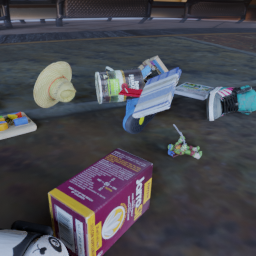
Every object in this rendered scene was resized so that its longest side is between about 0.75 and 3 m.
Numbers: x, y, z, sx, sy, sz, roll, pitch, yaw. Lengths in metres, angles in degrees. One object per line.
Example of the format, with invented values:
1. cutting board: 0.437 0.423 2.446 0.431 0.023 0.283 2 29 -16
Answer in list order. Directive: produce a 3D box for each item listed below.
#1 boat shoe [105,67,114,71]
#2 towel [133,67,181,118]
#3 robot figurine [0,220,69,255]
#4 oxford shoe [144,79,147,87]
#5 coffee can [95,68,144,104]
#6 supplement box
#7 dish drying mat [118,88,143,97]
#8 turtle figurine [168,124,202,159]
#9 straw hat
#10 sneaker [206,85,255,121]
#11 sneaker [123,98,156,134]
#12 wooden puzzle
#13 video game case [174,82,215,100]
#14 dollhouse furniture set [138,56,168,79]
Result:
1. boat shoe: -0.530 -2.399 13.808 2.034 0.612 0.725 35 1 41
2. towel: 0.796 -0.946 7.545 1.179 0.191 1.605 -16 37 38
3. robot figurine: -1.811 2.106 4.160 1.876 1.171 1.410 4 69 8
4. oxford shoe: 0.553 -1.916 12.686 1.894 0.708 0.667 8 28 16
5. coffee can: -0.369 -1.733 11.605 1.812 1.326 1.326 -7 28 -11
6. supplement box: -0.454 1.437 5.451 0.988 1.253 1.914 20 34 32
7. dish drying mat: 0.386 -1.314 10.414 1.477 0.134 0.567 10 32 31
8. turtle figurine: 1.650 0.448 7.898 0.917 0.946 0.681 19 -8 -12
9. straw hat: -2.480 -1.425 10.546 0.887 2.095 2.095 29 35 16
10. sneaker: 3.893 -0.903 10.354 1.605 1.111 2.658 4 24 28
11. sneaker: 0.220 -0.502 9.656 0.984 0.827 2.510 20 27 16
12. wooden puzzle: -4.075 -0.184 9.648 1.425 0.356 1.539 -17 31 -30
13. video game case: 3.048 -1.718 12.895 1.624 0.179 1.480 19 32 34
14. dollhouse furniture set: 0.992 -2.688 14.614 1.743 1.138 1.646 -44 17 -13
